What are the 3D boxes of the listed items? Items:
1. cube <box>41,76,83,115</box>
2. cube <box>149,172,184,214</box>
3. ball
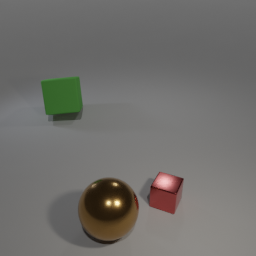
[{"bbox_3d":[-2.742,-1.402,11.867,1.400,1.400,1.400,-6,13,-3],"label":"cube"},{"bbox_3d":[1.024,1.707,7.437,0.700,0.700,0.700,13,32,22],"label":"cube"},{"bbox_3d":[-0.445,1.845,6.449,1.400,1.400,1.400,0,29,0],"label":"ball"}]
